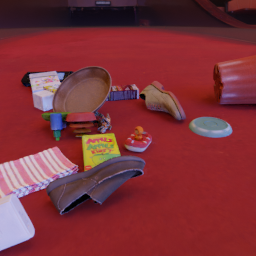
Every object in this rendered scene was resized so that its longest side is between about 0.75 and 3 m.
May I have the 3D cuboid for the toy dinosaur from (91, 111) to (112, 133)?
[{"bbox_3d":[-0.897,-0.202,9.890,0.742,0.559,1.094,25,12,-1],"label":"toy dinosaur"}]

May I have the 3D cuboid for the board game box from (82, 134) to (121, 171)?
[{"bbox_3d":[-0.733,0.781,7.660,0.967,0.453,1.904,-4,25,-9],"label":"board game box"}]

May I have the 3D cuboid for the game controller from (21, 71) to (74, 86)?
[{"bbox_3d":[-4.170,-2.641,14.883,2.768,0.583,1.444,-2,25,-4],"label":"game controller"}]

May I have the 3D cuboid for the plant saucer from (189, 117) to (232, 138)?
[{"bbox_3d":[2.893,-0.080,9.834,1.482,0.203,1.482,0,24,0],"label":"plant saucer"}]

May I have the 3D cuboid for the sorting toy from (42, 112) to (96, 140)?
[{"bbox_3d":[-2.043,-0.080,9.326,2.090,0.858,1.256,2,7,34],"label":"sorting toy"}]

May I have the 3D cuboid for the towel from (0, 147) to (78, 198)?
[{"bbox_3d":[-2.489,1.087,7.190,2.034,0.304,1.488,-18,30,-33],"label":"towel"}]

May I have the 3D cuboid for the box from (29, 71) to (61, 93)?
[{"bbox_3d":[-4.062,-2.199,13.740,1.359,0.359,1.744,-11,40,-17],"label":"box"}]

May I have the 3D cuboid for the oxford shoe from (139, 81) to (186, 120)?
[{"bbox_3d":[1.322,-0.913,11.100,1.060,0.998,2.834,-31,32,-3],"label":"oxford shoe"}]

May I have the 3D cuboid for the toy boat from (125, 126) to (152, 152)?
[{"bbox_3d":[0.317,0.270,8.507,0.669,0.670,1.025,10,27,21],"label":"toy boat"}]

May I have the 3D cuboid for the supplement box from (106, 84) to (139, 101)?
[{"bbox_3d":[-0.344,-1.621,12.816,1.545,0.470,0.841,-6,26,-11],"label":"supplement box"}]

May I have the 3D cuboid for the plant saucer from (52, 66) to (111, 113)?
[{"bbox_3d":[-1.704,-1.260,10.725,2.553,0.467,2.553,-12,55,18],"label":"plant saucer"}]

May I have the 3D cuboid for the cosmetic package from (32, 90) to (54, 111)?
[{"bbox_3d":[-3.452,-1.141,11.589,0.751,0.629,0.625,22,32,38],"label":"cosmetic package"}]

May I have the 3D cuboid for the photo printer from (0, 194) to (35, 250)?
[{"bbox_3d":[-2.320,1.721,4.919,1.054,0.877,0.366,-21,15,1],"label":"photo printer"}]

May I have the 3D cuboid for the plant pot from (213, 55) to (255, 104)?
[{"bbox_3d":[4.881,-1.967,11.747,2.278,2.342,2.342,-6,24,8],"label":"plant pot"}]

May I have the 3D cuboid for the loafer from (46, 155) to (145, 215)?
[{"bbox_3d":[-0.609,1.278,6.082,2.212,0.808,0.785,-20,63,-4],"label":"loafer"}]

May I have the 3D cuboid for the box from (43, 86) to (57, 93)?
[{"bbox_3d":[-3.158,-1.350,11.903,1.270,0.745,0.307,20,31,36],"label":"box"}]
